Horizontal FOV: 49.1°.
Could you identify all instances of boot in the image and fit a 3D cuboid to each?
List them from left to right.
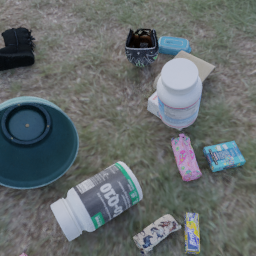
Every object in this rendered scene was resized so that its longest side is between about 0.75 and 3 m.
[{"bbox_3d":[-5.486,-3.690,12.786,2.542,0.941,2.083,-9,57,-15],"label":"boot"}]

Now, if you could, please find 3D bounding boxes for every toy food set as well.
[{"bbox_3d":[2.430,-2.169,11.955,1.680,0.707,2.341,34,69,21],"label":"toy food set"}]

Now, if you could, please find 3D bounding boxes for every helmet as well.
[{"bbox_3d":[0.600,-3.440,12.188,1.635,1.635,1.559,4,83,3],"label":"helmet"}]

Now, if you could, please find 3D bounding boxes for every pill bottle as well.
[{"bbox_3d":[-0.920,2.160,8.352,2.454,1.388,1.388,-29,60,-18],"label":"pill bottle"},{"bbox_3d":[1.652,-1.064,9.102,1.396,2.568,1.396,-3,67,8],"label":"pill bottle"}]

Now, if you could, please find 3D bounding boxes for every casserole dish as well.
[{"bbox_3d":[2.157,-3.954,13.347,1.759,0.341,1.065,9,55,8],"label":"casserole dish"}]

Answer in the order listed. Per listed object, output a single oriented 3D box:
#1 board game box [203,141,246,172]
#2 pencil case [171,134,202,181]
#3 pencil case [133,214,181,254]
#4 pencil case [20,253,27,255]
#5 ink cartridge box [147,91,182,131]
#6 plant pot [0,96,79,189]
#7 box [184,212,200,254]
[{"bbox_3d":[3.369,0.989,9.860,1.169,0.274,0.883,-11,55,-8],"label":"board game box"},{"bbox_3d":[1.980,1.009,9.612,0.696,0.696,1.591,-7,56,-5],"label":"pencil case"},{"bbox_3d":[0.866,3.085,8.205,1.385,0.539,0.619,-28,52,-19],"label":"pencil case"},{"bbox_3d":[-3.135,3.889,7.747,0.896,0.371,0.388,-38,68,-25],"label":"pencil case"},{"bbox_3d":[1.725,-0.840,10.905,1.600,0.687,1.172,34,61,22],"label":"ink cartridge box"},{"bbox_3d":[-3.247,0.215,9.128,2.930,2.930,1.963,-20,30,-14],"label":"plant pot"},{"bbox_3d":[1.894,3.115,8.304,0.387,0.355,1.106,5,55,3],"label":"box"}]
